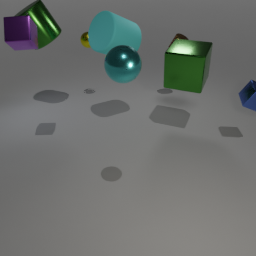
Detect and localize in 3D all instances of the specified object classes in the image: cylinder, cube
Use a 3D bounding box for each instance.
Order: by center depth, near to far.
[{"bbox_3d":[-2.973,-2.635,7.818,0.700,0.700,0.700,-4,-4,-1],"label":"cube"},{"bbox_3d":[4.370,-1.095,9.635,0.700,0.700,0.700,18,45,-14],"label":"cube"},{"bbox_3d":[-0.470,-3.299,10.091,1.400,1.400,1.400,27,17,39],"label":"cylinder"},{"bbox_3d":[2.178,-2.282,10.208,1.400,1.400,1.400,13,40,20],"label":"cube"},{"bbox_3d":[-3.627,-4.111,11.193,1.400,1.400,1.400,-23,36,18],"label":"cylinder"},{"bbox_3d":[2.317,-3.808,12.756,0.700,0.700,0.700,17,46,-18],"label":"cylinder"}]

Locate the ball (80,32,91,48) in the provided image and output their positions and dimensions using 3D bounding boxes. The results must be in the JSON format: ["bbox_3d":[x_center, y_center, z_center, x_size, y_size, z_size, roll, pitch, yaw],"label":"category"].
[{"bbox_3d":[-1.785,-3.948,12.553,0.700,0.700,0.700,0,29,0],"label":"ball"}]

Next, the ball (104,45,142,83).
[{"bbox_3d":[-0.095,-1.185,5.222,0.700,0.700,0.700,0,29,0],"label":"ball"}]
